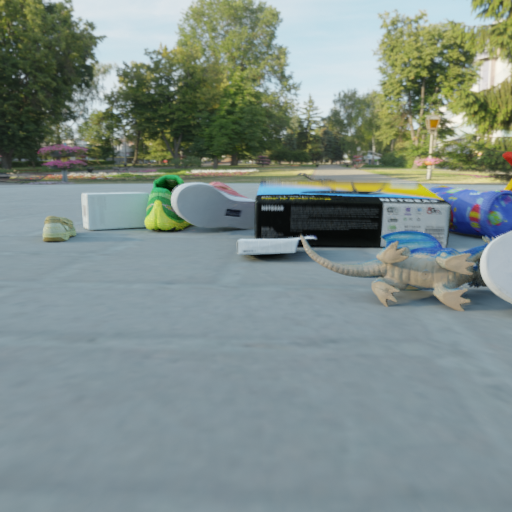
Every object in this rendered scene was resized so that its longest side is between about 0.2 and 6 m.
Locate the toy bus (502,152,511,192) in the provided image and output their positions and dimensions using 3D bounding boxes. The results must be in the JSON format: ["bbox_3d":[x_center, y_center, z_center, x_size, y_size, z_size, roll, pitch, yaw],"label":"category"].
[{"bbox_3d":[6.037,-1.013,11.798,2.233,1.223,2.366,41,6,40],"label":"toy bus"}]

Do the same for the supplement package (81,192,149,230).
[{"bbox_3d":[-3.366,-1.090,13.449,1.460,0.856,0.853,-5,8,-24],"label":"supplement package"}]

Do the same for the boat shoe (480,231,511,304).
[{"bbox_3d":[3.635,0.218,5.706,2.747,0.943,0.778,2,-10,4],"label":"boat shoe"}]

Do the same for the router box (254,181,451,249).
[{"bbox_3d":[1.772,-0.910,11.314,3.532,0.902,2.635,1,16,2],"label":"router box"}]

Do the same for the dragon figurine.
[{"bbox_3d":[1.783,0.114,6.430,2.463,0.725,1.224,3,10,13],"label":"dragon figurine"}]

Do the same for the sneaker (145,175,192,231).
[{"bbox_3d":[-1.904,-1.378,13.706,1.093,1.233,2.950,5,14,4],"label":"sneaker"}]

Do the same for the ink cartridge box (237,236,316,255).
[{"bbox_3d":[0.325,-0.169,9.246,1.249,0.254,1.246,-2,3,1],"label":"ink cartridge box"}]

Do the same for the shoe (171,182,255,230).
[{"bbox_3d":[-1.080,-1.221,12.859,2.641,0.944,1.201,7,16,-45],"label":"shoe"}]

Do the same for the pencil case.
[{"bbox_3d":[4.677,-0.995,12.251,1.146,1.030,2.638,-21,14,-12],"label":"pencil case"}]

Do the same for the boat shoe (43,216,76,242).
[{"bbox_3d":[-4.138,-0.642,11.709,0.618,0.533,1.695,-1,9,-9],"label":"boat shoe"}]
